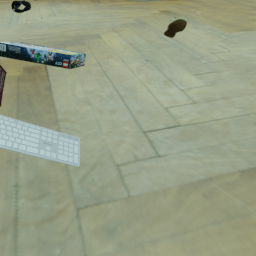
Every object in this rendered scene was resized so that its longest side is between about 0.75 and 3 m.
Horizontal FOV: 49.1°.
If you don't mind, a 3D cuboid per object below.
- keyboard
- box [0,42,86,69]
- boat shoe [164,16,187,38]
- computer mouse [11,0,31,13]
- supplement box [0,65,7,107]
[{"bbox_3d":[-1.890,0.124,4.734,2.340,0.125,0.659,19,38,-28],"label":"keyboard"},{"bbox_3d":[-2.164,-1.882,7.194,1.871,0.353,1.278,11,17,5],"label":"box"},{"bbox_3d":[1.744,-3.806,10.277,0.571,0.488,1.557,22,-5,-14],"label":"boat shoe"},{"bbox_3d":[-1.934,-2.448,5.289,0.429,0.249,1.464,17,-12,-32],"label":"computer mouse"},{"bbox_3d":[-2.957,-1.040,5.590,0.479,0.856,1.574,5,-12,-4],"label":"supplement box"}]
